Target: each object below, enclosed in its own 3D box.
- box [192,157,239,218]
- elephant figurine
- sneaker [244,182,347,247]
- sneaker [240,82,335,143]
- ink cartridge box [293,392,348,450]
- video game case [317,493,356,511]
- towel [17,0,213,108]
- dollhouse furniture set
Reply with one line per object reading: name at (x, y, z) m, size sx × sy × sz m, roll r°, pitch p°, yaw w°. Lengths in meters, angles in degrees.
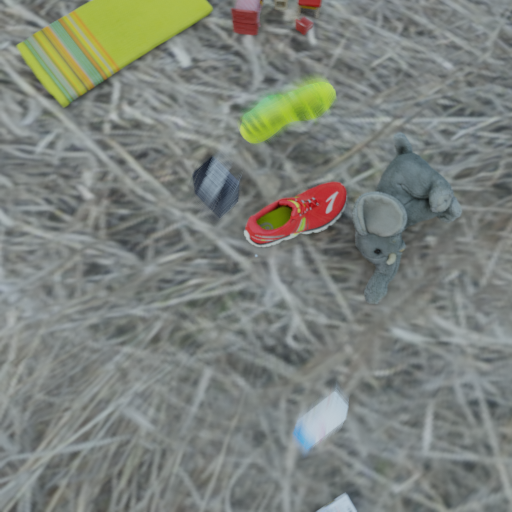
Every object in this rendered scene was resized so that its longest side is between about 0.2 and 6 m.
box at (-0.629, -1.060, 8.783) m, size 0.436 × 0.836 × 0.619 m, roll -43°, pitch 82°, yaw -13°
elephant figurine at (2.467, -0.662, 10.599) m, size 2.404 × 1.701 × 1.865 m, roll -36°, pitch 48°, yaw 6°
sneaker at (0.823, -0.829, 10.855) m, size 2.232 × 0.948 × 0.860 m, roll -27°, pitch 76°, yaw -7°
sneaker at (0.563, -2.988, 11.102) m, size 2.010 × 0.744 × 0.840 m, roll -21°, pitch 49°, yaw 11°
ink cartridge box at (1.080, 2.720, 9.297) m, size 0.865 × 0.625 × 0.366 m, roll -43°, pitch 85°, yaw 13°
video game case at (1.423, 4.785, 9.612) m, size 0.910 × 0.228 × 1.003 m, roll -30°, pitch 76°, yaw -8°
towel at (-3.080, -4.979, 12.411) m, size 4.057 × 0.366 × 1.746 m, roll -36°, pitch 82°, yaw -11°
dollhouse furniture set at (0.460, -5.453, 12.280) m, size 1.900 × 0.773 × 1.022 m, roll 7°, pitch 74°, yaw 2°
